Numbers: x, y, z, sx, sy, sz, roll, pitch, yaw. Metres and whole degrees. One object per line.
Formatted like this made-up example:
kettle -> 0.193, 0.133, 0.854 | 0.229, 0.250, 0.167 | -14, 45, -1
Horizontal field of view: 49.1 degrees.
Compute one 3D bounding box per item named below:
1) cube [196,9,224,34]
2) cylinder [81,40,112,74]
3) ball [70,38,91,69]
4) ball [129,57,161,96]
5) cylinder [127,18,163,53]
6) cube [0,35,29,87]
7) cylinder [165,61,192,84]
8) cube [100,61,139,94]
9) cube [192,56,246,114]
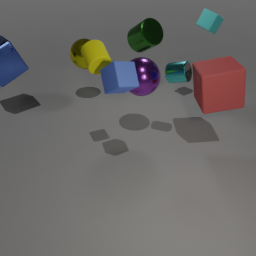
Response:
cube -> 3.456, -4.488, 11.805 | 0.700, 0.700, 0.700 | 42, 27, 29
cylinder -> -0.905, -2.015, 7.987 | 0.700, 0.700, 0.700 | -14, 63, -22
ball -> -2.026, -3.472, 13.153 | 1.400, 1.400, 1.400 | 0, 31, 0
ball -> 0.484, -1.856, 10.186 | 1.400, 1.400, 1.400 | 0, 31, 0
cylinder -> 0.892, -4.817, 14.645 | 1.400, 1.400, 1.400 | -20, 8, -30
cube -> -5.355, -2.839, 11.851 | 1.400, 1.400, 1.400 | -40, 43, -14
cylinder -> 1.715, -1.882, 9.470 | 0.700, 0.700, 0.700 | 0, 27, 33
cube -> -0.231, -1.358, 7.598 | 0.700, 0.700, 0.700 | -9, -4, -39
cube -> 3.096, -1.504, 9.675 | 1.400, 1.400, 1.400 | -9, 32, 4
